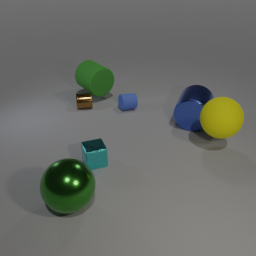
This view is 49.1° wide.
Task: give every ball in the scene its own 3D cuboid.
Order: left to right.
[{"bbox_3d":[-1.537,1.474,7.203,1.400,1.400,1.400,0,29,0],"label":"ball"},{"bbox_3d":[3.145,-0.343,9.424,1.400,1.400,1.400,0,29,0],"label":"ball"}]

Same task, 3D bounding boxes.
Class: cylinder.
[{"bbox_3d":[-1.993,-1.241,12.795,0.700,0.700,0.700,-5,30,-8],"label":"cylinder"},{"bbox_3d":[-1.611,-2.401,13.469,1.400,1.400,1.400,-21,39,-33],"label":"cylinder"},{"bbox_3d":[-0.007,-1.199,12.668,0.700,0.700,0.700,-7,30,-21],"label":"cylinder"},{"bbox_3d":[2.647,-0.814,11.199,1.400,1.400,1.400,10,36,18],"label":"cylinder"}]

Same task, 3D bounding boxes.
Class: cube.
[{"bbox_3d":[-1.088,0.847,9.068,0.700,0.700,0.700,-11,31,-18],"label":"cube"}]
